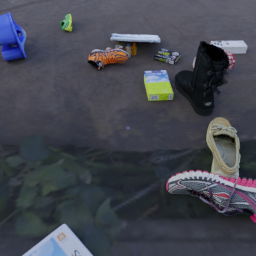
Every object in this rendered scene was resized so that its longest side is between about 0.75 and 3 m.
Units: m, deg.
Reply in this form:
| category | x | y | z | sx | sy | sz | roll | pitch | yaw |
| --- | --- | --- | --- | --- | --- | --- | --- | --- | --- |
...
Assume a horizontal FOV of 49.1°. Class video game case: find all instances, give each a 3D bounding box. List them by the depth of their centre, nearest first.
| category | x | y | z | sx | sy | sz | roll | pitch | yaw |
| --- | --- | --- | --- | --- | --- | --- | --- | --- | --- |
| video game case | -1.419 | 3.172 | 4.656 | 2.492 | 0.275 | 2.268 | -33 | 53 | -30 |

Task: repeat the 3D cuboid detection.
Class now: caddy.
| category | x | y | z | sx | sy | sz | roll | pitch | yaw |
| --- | --- | --- | --- | --- | --- | --- | --- | --- | --- |
| caddy | -4.559 | -3.577 | 10.983 | 1.095 | 1.475 | 2.087 | -20 | 51 | -12 |

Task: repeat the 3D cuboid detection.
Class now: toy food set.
| category | x | y | z | sx | sy | sz | roll | pitch | yaw |
| --- | --- | --- | --- | --- | --- | --- | --- | --- | --- |
| toy food set | -0.299 | -3.162 | 11.208 | 1.230 | 0.554 | 0.587 | 7 | 44 | 7 |

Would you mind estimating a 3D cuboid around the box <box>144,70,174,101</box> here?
| category | x | y | z | sx | sy | sz | roll | pitch | yaw |
| --- | --- | --- | --- | --- | --- | --- | --- | --- | --- |
| box | 1.015 | -1.467 | 9.566 | 0.833 | 0.326 | 1.366 | -3 | 43 | -3 |

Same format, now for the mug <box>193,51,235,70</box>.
| category | x | y | z | sx | sy | sz | roll | pitch | yaw |
| --- | --- | --- | --- | --- | --- | --- | --- | --- | --- |
| mug | 3.085 | -2.418 | 10.227 | 1.296 | 0.865 | 1.150 | -17 | 47 | -22 |

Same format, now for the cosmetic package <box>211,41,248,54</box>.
| category | x | y | z | sx | sy | sz | roll | pitch | yaw |
| --- | --- | --- | --- | --- | --- | --- | --- | --- | --- |
| cosmetic package | 4.139 | -3.341 | 11.555 | 1.359 | 0.344 | 0.561 | -2 | 44 | -2 |

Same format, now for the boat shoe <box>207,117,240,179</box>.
| category | x | y | z | sx | sy | sz | roll | pitch | yaw |
| --- | --- | --- | --- | --- | --- | --- | --- | --- | --- |
| boat shoe | 2.503 | 0.427 | 7.259 | 0.834 | 0.720 | 2.287 | 9 | 44 | 10 |

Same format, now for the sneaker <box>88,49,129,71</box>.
| category | x | y | z | sx | sy | sz | roll | pitch | yaw |
| --- | --- | --- | --- | --- | --- | --- | --- | --- | --- |
| sneaker | -0.786 | -2.511 | 10.574 | 1.580 | 0.613 | 0.885 | 4 | 46 | 19 |

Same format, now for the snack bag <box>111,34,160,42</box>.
| category | x | y | z | sx | sy | sz | roll | pitch | yaw |
| --- | --- | --- | --- | --- | --- | --- | --- | --- | --- |
| snack bag | 0.309 | -3.708 | 11.482 | 2.015 | 0.229 | 2.137 | 4 | 21 | 4 |

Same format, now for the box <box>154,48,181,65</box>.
| category | x | y | z | sx | sy | sz | roll | pitch | yaw |
| --- | --- | --- | --- | --- | --- | --- | --- | --- | --- |
| box | 1.564 | -2.845 | 11.132 | 0.883 | 0.195 | 0.707 | 22 | 47 | 22 |

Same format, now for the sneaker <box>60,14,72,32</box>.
| category | x | y | z | sx | sy | sz | roll | pitch | yaw |
| --- | --- | --- | --- | --- | --- | --- | --- | --- | --- |
| sneaker | -2.919 | -4.997 | 13.214 | 0.551 | 0.488 | 1.318 | -3 | 43 | -9 |

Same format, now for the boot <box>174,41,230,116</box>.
| category | x | y | z | sx | sy | sz | roll | pitch | yaw |
| --- | --- | --- | --- | --- | --- | --- | --- | --- | --- |
| boot | 2.214 | -1.734 | 8.692 | 0.867 | 1.919 | 2.342 | -9 | 43 | -10 |

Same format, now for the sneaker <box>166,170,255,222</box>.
| category | x | y | z | sx | sy | sz | roll | pitch | yaw |
| --- | --- | --- | --- | --- | --- | --- | --- | --- | --- |
| sneaker | 1.921 | 1.450 | 6.108 | 2.192 | 0.884 | 0.818 | 6 | 66 | 15 |
